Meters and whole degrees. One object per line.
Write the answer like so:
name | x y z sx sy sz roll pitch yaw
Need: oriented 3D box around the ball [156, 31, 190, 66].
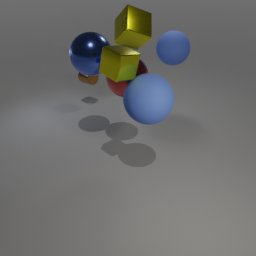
ball | 1.884 -3.322 11.673 1.400 1.400 1.400 0 29 0

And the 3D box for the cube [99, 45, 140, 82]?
cube | -0.220 -1.670 7.208 0.700 0.700 0.700 -19 43 -43

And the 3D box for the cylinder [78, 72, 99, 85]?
cylinder | -1.863 -2.431 13.194 0.700 0.700 0.700 22 36 37

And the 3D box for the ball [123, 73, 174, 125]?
ball | 0.564 -0.795 7.726 1.400 1.400 1.400 0 29 0

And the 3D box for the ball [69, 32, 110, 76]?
ball | -1.217 -2.420 9.190 1.400 1.400 1.400 0 29 0

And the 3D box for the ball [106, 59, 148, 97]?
ball | -0.023 -1.690 9.196 1.400 1.400 1.400 0 29 0

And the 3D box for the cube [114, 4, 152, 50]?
cube | 0.237 -4.980 13.988 1.400 1.400 1.400 9 -16 -28
